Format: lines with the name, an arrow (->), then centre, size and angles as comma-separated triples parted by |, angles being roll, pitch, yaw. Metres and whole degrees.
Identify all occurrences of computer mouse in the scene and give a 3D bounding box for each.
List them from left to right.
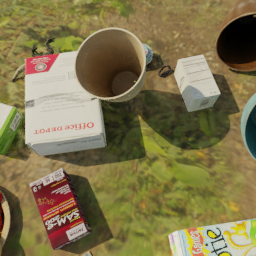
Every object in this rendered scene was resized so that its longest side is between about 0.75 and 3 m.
computer mouse -> 1.664, -2.069, 9.547 | 1.395, 0.237, 0.409 | -20, 93, -4

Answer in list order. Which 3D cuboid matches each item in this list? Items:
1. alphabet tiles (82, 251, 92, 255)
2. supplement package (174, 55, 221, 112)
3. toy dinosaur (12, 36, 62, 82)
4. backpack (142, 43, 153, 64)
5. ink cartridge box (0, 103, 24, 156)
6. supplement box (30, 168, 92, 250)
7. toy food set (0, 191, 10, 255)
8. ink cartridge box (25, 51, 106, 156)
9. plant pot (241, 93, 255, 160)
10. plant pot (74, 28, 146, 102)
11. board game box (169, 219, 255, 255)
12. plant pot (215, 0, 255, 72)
alphabet tiles -> -1.365, 4.162, 6.882 | 1.712, 0.065, 1.431 | -29, 70, -13
supplement package -> 2.146, -1.414, 8.871 | 0.871, 0.868, 1.484 | -13, 67, -6
toy dinosaur -> -2.818, -2.419, 9.508 | 2.515, 0.597, 1.108 | -16, 74, -3
backpack -> 0.438, -2.493, 9.524 | 0.808, 0.608, 0.717 | -20, 68, -14
ink cartridge box -> -4.351, -0.141, 8.417 | 1.853, 0.702, 1.370 | 16, 68, 8
supplement box -> -1.802, 2.130, 7.469 | 0.998, 0.559, 1.835 | -26, 69, -7
toy food set -> -4.401, 2.587, 7.252 | 2.590, 0.636, 2.616 | 4, 67, 2
ink cartridge box -> -1.862, -0.748, 8.396 | 2.087, 1.198, 2.874 | -8, 67, -3
plant pot -> 4.253, -0.250, 7.766 | 2.442, 1.644, 2.442 | 2, 110, 6
plant pot -> -0.270, -1.437, 7.667 | 1.806, 1.928, 1.806 | -2, 82, 12
board game box -> 2.580, 3.004, 6.597 | 2.846, 1.492, 1.466 | -7, 66, -4
plant pot -> 3.990, -3.373, 9.304 | 2.046, 2.046, 2.189 | 12, 51, 5
